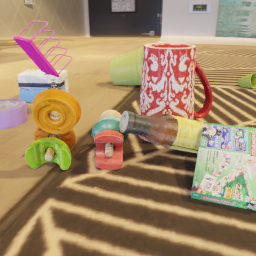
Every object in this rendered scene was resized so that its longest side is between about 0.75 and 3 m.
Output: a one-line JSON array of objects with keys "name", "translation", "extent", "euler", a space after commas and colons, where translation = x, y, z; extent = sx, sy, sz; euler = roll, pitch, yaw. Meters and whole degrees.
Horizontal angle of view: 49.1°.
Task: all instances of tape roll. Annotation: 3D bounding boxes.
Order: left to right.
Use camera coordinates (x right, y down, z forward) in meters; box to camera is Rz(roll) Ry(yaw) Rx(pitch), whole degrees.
[{"name": "tape roll", "translation": [-4.646, -0.570, 10.564], "extent": [1.584, 0.673, 1.584], "euler": [1, 22, 0]}]

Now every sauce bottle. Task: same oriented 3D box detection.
[{"name": "sauce bottle", "translation": [1.215, 0.092, 7.703], "extent": [2.917, 0.963, 0.963], "euler": [13, 17, -23]}]

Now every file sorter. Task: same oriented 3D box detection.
[{"name": "file sorter", "translation": [-3.190, -3.071, 10.822], "extent": [1.241, 1.786, 1.120], "euler": [23, 68, 39]}]

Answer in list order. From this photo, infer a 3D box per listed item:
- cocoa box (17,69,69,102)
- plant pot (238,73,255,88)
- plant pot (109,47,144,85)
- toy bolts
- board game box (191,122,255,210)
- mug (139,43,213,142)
[{"name": "cocoa box", "translation": [-3.881, -1.951, 13.028], "extent": [1.970, 1.293, 1.314], "euler": [2, 23, 4]}, {"name": "plant pot", "translation": [6.461, -2.517, 15.218], "extent": [0.794, 0.794, 0.849], "euler": [-18, 12, -36]}, {"name": "plant pot", "translation": [0.193, -3.251, 15.356], "extent": [2.115, 2.300, 2.300], "euler": [-4, 21, 19]}, {"name": "toy bolts", "translation": [-1.254, -0.170, 7.583], "extent": [2.598, 2.481, 1.802], "euler": [6, 35, -5]}, {"name": "board game box", "translation": [2.361, 0.795, 6.632], "extent": [1.420, 0.307, 2.111], "euler": [8, 51, 17]}, {"name": "mug", "translation": [1.467, -1.287, 9.342], "extent": [1.959, 2.937, 2.607], "euler": [18, 30, 37]}]
